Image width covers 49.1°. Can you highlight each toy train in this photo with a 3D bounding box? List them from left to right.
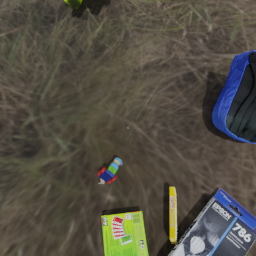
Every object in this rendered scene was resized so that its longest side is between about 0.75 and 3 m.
[{"bbox_3d":[-0.459,1.047,6.764,0.385,0.910,0.526,39,60,-3],"label":"toy train"}]

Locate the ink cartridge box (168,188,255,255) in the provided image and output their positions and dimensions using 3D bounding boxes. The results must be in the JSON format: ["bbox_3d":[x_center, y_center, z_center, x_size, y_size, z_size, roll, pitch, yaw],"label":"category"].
[{"bbox_3d":[1.927,2.508,6.169,1.212,0.478,2.438,39,65,14],"label":"ink cartridge box"}]

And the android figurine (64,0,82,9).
[{"bbox_3d":[-1.291,-5.677,10.583,2.708,0.611,2.975,-13,48,31],"label":"android figurine"}]

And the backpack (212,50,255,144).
[{"bbox_3d":[3.280,-0.675,7.451,1.724,1.780,2.121,19,93,-3],"label":"backpack"}]

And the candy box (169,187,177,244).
[{"bbox_3d":[1.048,2.017,6.479,0.153,0.593,1.161,-4,56,14],"label":"candy box"}]

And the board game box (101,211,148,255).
[{"bbox_3d":[-0.027,2.821,6.057,0.936,0.439,1.843,-6,58,-4],"label":"board game box"}]
